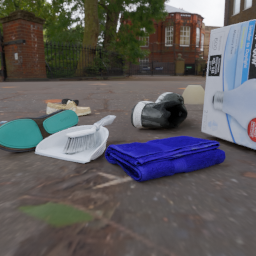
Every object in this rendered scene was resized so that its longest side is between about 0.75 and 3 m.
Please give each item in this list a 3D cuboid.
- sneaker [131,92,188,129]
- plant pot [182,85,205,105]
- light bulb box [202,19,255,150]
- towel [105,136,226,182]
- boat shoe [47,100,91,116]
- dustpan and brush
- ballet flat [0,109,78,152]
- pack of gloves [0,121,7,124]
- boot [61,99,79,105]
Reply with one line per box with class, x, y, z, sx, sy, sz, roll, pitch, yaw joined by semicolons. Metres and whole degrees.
sneaker;1.385;-0.518;8.999;1.339;0.984;2.960;11;19;32
plant pot;3.611;-1.832;15.242;1.437;0.965;1.437;1;11;0
light bulb box;3.234;-0.933;6.245;1.717;2.727;2.751;-1;10;-20
towel;0.682;0.445;5.314;1.932;0.479;1.427;-6;14;-28
boat shoe;-2.323;-0.785;11.018;1.730;0.598;0.638;-3;12;-13
dustpan and brush;-0.883;0.133;6.495;1.502;0.616;2.153;6;13;29
ballet flat;-2.174;0.105;6.621;0.825;0.825;2.258;9;21;37
pack of gloves;-3.345;-0.091;8.854;1.240;0.245;1.042;1;0;-14
boot;-3.107;-1.281;14.206;0.735;0.390;1.117;4;1;35
